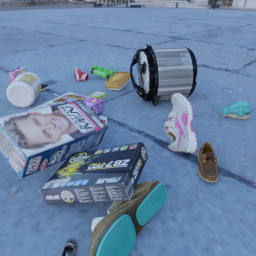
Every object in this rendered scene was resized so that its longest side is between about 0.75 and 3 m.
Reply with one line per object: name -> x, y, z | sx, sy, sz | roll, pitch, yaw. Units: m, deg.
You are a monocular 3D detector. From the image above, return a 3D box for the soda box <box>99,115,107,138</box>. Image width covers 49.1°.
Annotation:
soda box -> -0.888, -0.058, 9.678 | 0.269, 0.251, 0.790 | 15, 43, -19

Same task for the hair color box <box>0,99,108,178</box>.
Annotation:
hair color box -> -2.113, 0.156, 8.104 | 1.467, 0.888, 2.934 | 43, 37, 19

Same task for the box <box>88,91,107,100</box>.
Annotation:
box -> -1.411, -1.409, 12.574 | 0.511, 0.211, 0.871 | 18, 35, 29

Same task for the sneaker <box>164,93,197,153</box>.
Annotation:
sneaker -> 1.535, -0.144, 8.702 | 0.857, 1.942, 0.790 | -6, -12, -8

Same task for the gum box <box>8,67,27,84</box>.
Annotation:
gum box -> -5.663, -2.725, 14.501 | 0.361, 0.620, 1.093 | 9, 30, 16

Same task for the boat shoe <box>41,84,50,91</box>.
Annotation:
boat shoe -> -4.492, -2.036, 13.459 | 1.434, 0.446, 0.535 | -1, 27, -4

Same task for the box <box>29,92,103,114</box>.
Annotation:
box -> -2.453, -0.580, 10.739 | 1.816, 0.519, 2.654 | 16, 33, 28

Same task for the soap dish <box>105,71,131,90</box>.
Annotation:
soap dish -> -0.478, -2.303, 13.494 | 0.895, 0.462, 1.138 | 11, 45, 37

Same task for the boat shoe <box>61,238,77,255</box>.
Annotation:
boat shoe -> -1.172, 2.482, 5.553 | 0.263, 0.224, 0.786 | 1, 29, 2

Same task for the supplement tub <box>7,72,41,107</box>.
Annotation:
supplement tub -> -4.430, -1.695, 12.110 | 1.148, 1.148, 1.587 | -1, 29, -2

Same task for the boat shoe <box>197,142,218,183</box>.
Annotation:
boat shoe -> 2.274, 0.942, 8.015 | 0.553, 0.519, 1.536 | 4, 29, 7

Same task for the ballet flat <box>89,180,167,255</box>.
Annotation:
ballet flat -> -0.147, 1.950, 5.991 | 0.984, 0.922, 2.720 | -5, 21, 36

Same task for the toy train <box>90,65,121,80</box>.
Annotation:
toy train -> -1.025, -2.816, 14.695 | 2.259, 0.471, 0.637 | 18, 42, 19

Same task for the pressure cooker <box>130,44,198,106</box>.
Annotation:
pressure cooker -> 1.383, -2.355, 12.071 | 2.618, 2.339, 2.303 | -6, 33, -12

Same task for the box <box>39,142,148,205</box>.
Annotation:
box -> -0.773, 1.121, 6.964 | 2.231, 0.548, 1.798 | -10, 24, 23

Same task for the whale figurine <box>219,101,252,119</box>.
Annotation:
whale figurine -> 4.207, -0.725, 10.907 | 1.193, 0.619, 0.949 | -1, 29, -3

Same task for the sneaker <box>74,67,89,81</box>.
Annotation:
sneaker -> -2.485, -2.836, 14.997 | 0.711, 0.482, 1.230 | 1, 40, -16
